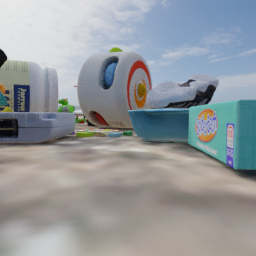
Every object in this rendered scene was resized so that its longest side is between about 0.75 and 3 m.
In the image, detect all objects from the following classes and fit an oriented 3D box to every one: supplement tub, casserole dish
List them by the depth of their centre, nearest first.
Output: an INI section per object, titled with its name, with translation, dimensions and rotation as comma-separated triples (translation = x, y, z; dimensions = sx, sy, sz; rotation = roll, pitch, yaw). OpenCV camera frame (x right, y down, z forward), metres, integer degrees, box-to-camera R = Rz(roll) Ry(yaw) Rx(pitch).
[casserole dish]
translation = 0.917, -0.070, 4.392
dimensions = 1.413, 0.453, 2.333
rotation = 1, 4, 24
[supplement tub]
translation = -3.290, -0.934, 7.616
dimensions = 2.548, 1.847, 1.847
rotation = -1, 3, -22

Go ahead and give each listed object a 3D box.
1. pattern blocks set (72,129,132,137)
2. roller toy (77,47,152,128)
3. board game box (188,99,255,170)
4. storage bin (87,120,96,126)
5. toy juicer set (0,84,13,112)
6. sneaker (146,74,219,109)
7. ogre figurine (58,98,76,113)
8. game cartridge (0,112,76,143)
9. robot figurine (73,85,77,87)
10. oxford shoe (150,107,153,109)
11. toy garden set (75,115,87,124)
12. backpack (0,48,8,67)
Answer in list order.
[pattern blocks set]
translation = -0.526, 0.075, 4.969
dimensions = 1.187, 0.096, 1.043
rotation = 1, 3, 22
[roller toy]
translation = -0.216, -0.940, 7.212
dimensions = 1.466, 2.097, 1.913
rotation = 4, 24, 27
[board game box]
translation = 1.691, 0.016, 2.404
dimensions = 2.070, 0.466, 1.574
rotation = 0, 3, 1
[storage bin]
translation = -0.980, -0.386, 8.907
dimensions = 0.426, 0.615, 0.909
rotation = 0, 3, 7
[toy juicer set]
translation = -2.634, -0.780, 5.300
dimensions = 0.998, 0.427, 1.569
rotation = 39, -25, 19
[sneaker]
translation = 1.256, -0.490, 6.381
dimensions = 2.013, 1.145, 0.759
rotation = -20, 37, -31
[ogre figurine]
translation = -3.048, -0.693, 12.431
dimensions = 1.232, 1.008, 2.055
rotation = -17, -14, 5
[game cartridge]
translation = -2.037, -0.042, 4.186
dimensions = 2.323, 0.475, 1.547
rotation = 0, 7, 2
[robot figurine]
translation = -0.802, -1.240, 9.646
dimensions = 1.563, 1.267, 2.172
rotation = 31, 7, 40
[oxford shoe]
translation = 0.073, -0.620, 12.146
dimensions = 2.712, 0.783, 1.020
rotation = -1, 5, 36
[toy garden set]
translation = -1.795, -0.375, 11.288
dimensions = 1.460, 0.349, 1.751
rotation = 2, 3, 29
[backpack]
translation = -2.437, -0.608, 2.329
dimensions = 2.027, 1.538, 2.429
rotation = 31, -7, -35
